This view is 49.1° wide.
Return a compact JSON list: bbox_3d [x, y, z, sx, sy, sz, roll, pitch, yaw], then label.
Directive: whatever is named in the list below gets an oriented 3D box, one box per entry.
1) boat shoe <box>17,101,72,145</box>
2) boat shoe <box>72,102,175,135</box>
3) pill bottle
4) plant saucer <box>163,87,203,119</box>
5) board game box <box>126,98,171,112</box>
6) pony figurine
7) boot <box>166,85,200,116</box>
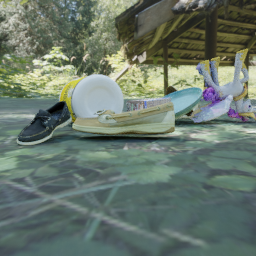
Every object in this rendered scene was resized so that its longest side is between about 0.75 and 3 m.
[{"bbox_3d":[-1.940,-0.189,6.620,0.675,0.599,1.806,15,27,23],"label":"boat shoe"},{"bbox_3d":[-0.107,-0.225,6.805,2.468,0.776,0.900,-1,-2,6],"label":"boat shoe"},{"bbox_3d":[-1.375,-0.879,9.261,1.583,1.583,2.826,-3,6,-25],"label":"pill bottle"},{"bbox_3d":[1.616,-0.778,10.150,2.361,0.324,2.361,-26,18,9],"label":"plant saucer"},{"bbox_3d":[0.706,-0.682,9.706,1.021,0.620,1.280,-10,9,-31],"label":"board game box"},{"bbox_3d":[3.449,-1.246,10.328,2.580,2.672,2.225,-14,10,12],"label":"pony figurine"},{"bbox_3d":[2.415,-1.311,12.151,0.568,1.576,1.219,-45,-5,38],"label":"boot"}]
